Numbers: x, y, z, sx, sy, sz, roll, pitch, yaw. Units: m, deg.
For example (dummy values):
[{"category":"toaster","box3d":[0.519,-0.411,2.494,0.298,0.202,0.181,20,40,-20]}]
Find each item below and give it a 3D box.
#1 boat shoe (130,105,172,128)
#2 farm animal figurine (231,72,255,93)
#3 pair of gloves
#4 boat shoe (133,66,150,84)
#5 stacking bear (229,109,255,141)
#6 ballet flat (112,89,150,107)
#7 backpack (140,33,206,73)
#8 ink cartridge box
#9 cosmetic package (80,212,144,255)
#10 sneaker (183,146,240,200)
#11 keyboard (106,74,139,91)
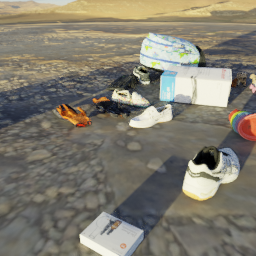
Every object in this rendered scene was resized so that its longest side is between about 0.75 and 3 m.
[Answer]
[{"category":"boat shoe","box3d":[0.686,-0.397,8.271,1.506,0.522,0.533,-17,30,-32]},{"category":"farm animal figurine","box3d":[4.945,-1.968,11.467,1.320,0.664,1.066,23,33,40]},{"category":"pair of gloves","box3d":[-1.144,-0.511,8.839,2.243,0.277,1.998,-12,26,-30]},{"category":"boat shoe","box3d":[0.665,-2.521,12.634,0.614,0.490,1.625,-4,34,-18]},{"category":"stacking bear","box3d":[3.174,-0.184,7.753,0.682,0.728,1.199,1,17,1]},{"category":"ballet flat","box3d":[0.074,-1.051,9.756,1.444,0.461,0.546,11,27,22]},{"category":"backpack","box3d":[1.947,-3.323,12.859,2.813,2.163,2.295,-5,29,0]},{"category":"ink cartridge box","box3d":[2.488,-1.603,10.272,2.340,1.005,1.713,9,27,16]},{"category":"cosmetic package","box3d":[-0.243,1.658,4.267,0.781,0.202,0.589,15,32,29]},{"category":"sneaker","box3d":[1.786,0.688,5.616,0.708,0.821,1.872,16,28,35]},{"category":"keyboard","box3d":[-0.094,-2.085,12.027,1.139,0.433,2.188,6,27,13]}]
